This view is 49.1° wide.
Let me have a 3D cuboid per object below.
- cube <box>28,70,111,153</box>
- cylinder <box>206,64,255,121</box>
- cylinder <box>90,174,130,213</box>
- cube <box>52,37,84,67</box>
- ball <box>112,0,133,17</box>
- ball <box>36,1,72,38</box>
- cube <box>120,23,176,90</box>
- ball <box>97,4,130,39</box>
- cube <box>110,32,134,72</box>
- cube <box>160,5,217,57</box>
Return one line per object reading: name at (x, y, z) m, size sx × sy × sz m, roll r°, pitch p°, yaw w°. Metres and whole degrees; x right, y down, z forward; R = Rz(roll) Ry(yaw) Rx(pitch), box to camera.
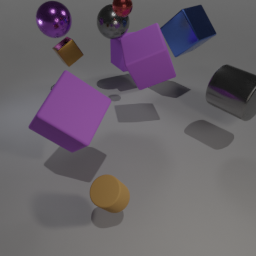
cube at (-1.531, -0.360, 7.310) m, size 1.400 × 1.400 × 1.400 m, roll 33°, pitch 66°, yaw -17°
cylinder at (3.455, -1.131, 8.898) m, size 1.400 × 1.400 × 1.400 m, roll -25°, pitch 45°, yaw -34°
cylinder at (-0.385, 1.446, 6.119) m, size 0.700 × 0.700 × 0.700 m, roll -8°, pitch 63°, yaw 15°
cube at (-2.149, -2.735, 10.029) m, size 0.700 × 0.700 × 0.700 m, roll -41°, pitch 36°, yaw -6°
ball at (-0.188, -4.123, 9.458) m, size 0.700 × 0.700 × 0.700 m, roll 0°, pitch 32°, yaw 0°
ball at (-2.959, -4.330, 11.210) m, size 1.400 × 1.400 × 1.400 m, roll 0°, pitch 32°, yaw 0°
cube at (0.700, -2.439, 9.711) m, size 1.400 × 1.400 × 1.400 m, roll -19°, pitch 55°, yaw 14°
ball at (-0.628, -4.489, 11.869) m, size 1.400 × 1.400 × 1.400 m, roll 0°, pitch 32°, yaw 0°
cube at (0.062, -3.700, 13.520) m, size 1.400 × 1.400 × 1.400 m, roll -16°, pitch 37°, yaw -24°
cube at (2.487, -4.006, 11.608) m, size 1.400 × 1.400 × 1.400 m, roll -30°, pitch 2°, yaw -37°
